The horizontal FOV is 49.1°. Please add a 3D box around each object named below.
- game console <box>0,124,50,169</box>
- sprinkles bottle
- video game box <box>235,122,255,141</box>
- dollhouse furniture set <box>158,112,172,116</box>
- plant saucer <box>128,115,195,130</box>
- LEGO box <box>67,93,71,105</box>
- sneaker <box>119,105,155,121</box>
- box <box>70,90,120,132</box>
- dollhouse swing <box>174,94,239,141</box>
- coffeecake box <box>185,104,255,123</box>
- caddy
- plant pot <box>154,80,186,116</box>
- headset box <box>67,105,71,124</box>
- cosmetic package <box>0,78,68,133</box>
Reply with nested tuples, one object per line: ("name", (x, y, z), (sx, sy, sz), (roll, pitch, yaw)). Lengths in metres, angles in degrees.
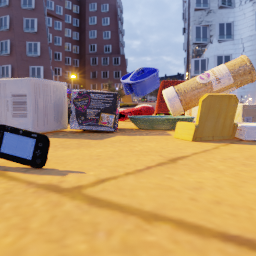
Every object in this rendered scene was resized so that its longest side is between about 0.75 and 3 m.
("game console", (-1.950, 0.111, 4.200), (1.742, 1.027, 0.210), (12, 7, 13))
("sprinkles bottle", (2.583, -1.337, 9.065), (2.840, 0.969, 0.969), (-24, 1, 8))
("video game box", (3.909, 0.075, 7.863), (1.845, 0.432, 1.681), (0, 7, 4))
("dollhouse furniture set", (1.497, -0.257, 13.374), (1.569, 0.606, 0.784), (-20, 15, -7))
("plant saucer", (1.358, -0.239, 11.492), (2.723, 0.489, 2.723), (1, 4, 0))
("LEGO box", (-4.716, -1.137, 15.458), (2.580, 0.996, 1.921), (-17, -9, 40))
("sneaker", (0.359, -0.758, 16.786), (2.516, 0.986, 1.453), (-12, 11, 9))
("box", (-1.140, -0.669, 10.390), (1.605, 1.393, 2.429), (4, 3, 0))
("dollhouse swing", (2.126, -0.301, 7.617), (1.393, 1.225, 1.266), (-3, 5, -21))
("coffeecake box", (4.124, -0.529, 11.937), (2.056, 0.978, 2.678), (-4, 6, -39))
("caddy", (0.534, -2.027, 11.603), (1.266, 0.940, 1.791), (14, 37, 41))
("plant pot", (2.430, -1.409, 14.712), (2.084, 1.838, 2.086), (0, -10, 3))
("headset box", (-3.035, -0.638, 13.936), (0.443, 0.955, 0.832), (22, 17, 33))
("cosmetic package", (-3.347, -0.738, 9.605), (1.748, 1.758, 2.101), (0, 4, 20))
